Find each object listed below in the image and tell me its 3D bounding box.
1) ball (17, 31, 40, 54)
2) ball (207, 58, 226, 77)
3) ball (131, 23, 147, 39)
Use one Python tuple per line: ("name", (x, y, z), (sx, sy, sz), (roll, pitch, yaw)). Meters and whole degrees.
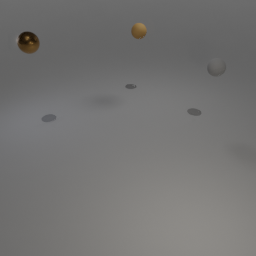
("ball", (-3.238, -2.775, 9.115), (0.700, 0.700, 0.700), (0, 31, 0))
("ball", (3.426, -2.344, 10.840), (0.700, 0.700, 0.700), (0, 31, 0))
("ball", (0.498, -4.408, 12.744), (0.700, 0.700, 0.700), (0, 31, 0))
